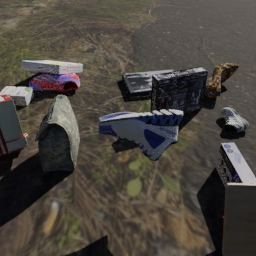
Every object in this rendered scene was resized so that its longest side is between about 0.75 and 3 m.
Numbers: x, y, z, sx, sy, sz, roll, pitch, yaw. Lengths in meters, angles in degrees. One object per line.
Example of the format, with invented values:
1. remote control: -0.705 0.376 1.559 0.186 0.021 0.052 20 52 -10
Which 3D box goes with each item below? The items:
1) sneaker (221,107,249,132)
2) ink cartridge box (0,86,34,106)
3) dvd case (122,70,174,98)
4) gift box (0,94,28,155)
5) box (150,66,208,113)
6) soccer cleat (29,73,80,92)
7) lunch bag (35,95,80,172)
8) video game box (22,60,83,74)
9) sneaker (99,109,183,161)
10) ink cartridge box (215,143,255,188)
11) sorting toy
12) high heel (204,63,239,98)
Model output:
1. sneaker: 4.170 -0.342 11.549 0.847 0.555 1.471 -14 40 -22
2. ink cartridge box: -5.262 -1.521 13.230 1.278 0.539 0.933 3 35 4
3. dvd case: 1.318 -2.361 14.577 2.947 0.364 2.215 -6 35 -9
4. gift box: -4.697 -0.011 9.945 1.961 1.985 2.126 -17 19 -20
5. box: 2.176 -1.502 12.052 2.388 1.883 0.594 -14 37 -17
6. soccer cleat: -3.669 -2.194 14.016 2.511 0.838 0.960 -8 46 -12
7. lunch bag: -2.361 0.141 9.497 1.255 2.135 1.751 -1 36 -2
8. video game box: -4.009 -3.286 15.061 2.384 0.558 2.172 11 15 22
9. sneaker: 0.367 0.249 7.490 2.288 1.321 0.924 -4 11 -4
10. ink cartridge box: 3.302 1.538 8.456 0.493 1.048 2.229 -2 35 -4
11. sorting toy: 3.251 2.252 6.998 1.834 1.823 0.638 2 4 -1
12. high heel: 4.834 -2.347 13.910 2.719 0.971 1.938 -26 34 -8
